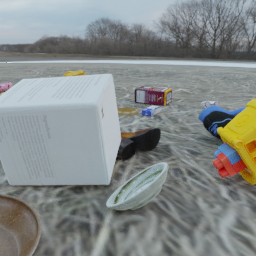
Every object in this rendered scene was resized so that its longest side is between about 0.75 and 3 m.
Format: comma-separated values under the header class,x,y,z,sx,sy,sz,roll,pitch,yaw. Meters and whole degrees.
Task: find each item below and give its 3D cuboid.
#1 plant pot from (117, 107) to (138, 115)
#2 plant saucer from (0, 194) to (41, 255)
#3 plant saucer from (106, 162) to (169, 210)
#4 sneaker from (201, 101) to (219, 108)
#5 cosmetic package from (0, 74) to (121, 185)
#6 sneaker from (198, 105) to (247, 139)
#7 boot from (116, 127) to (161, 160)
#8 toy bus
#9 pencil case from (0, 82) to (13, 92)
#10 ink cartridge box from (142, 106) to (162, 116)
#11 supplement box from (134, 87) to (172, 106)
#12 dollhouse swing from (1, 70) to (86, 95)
class,x,y,z,sx,sy,sz,roll,pitch,yaw
plant pot,-0.077,-0.797,13.088,1.124,0.154,1.124,0,17,0
plant saucer,-2.698,1.864,3.974,2.870,0.525,2.870,-1,17,0
plant saucer,0.258,1.238,5.577,1.459,0.366,1.459,-34,3,2
sneaker,4.023,-1.153,14.013,1.009,0.378,0.503,-2,5,-25
cosmetic package,-1.570,-0.009,6.725,2.427,2.018,2.031,-2,27,8
sneaker,3.705,-0.040,9.569,2.899,1.017,1.129,1,46,-32
boot,-0.240,0.253,8.956,1.963,0.714,2.086,-30,34,-36
toy bus,2.986,0.629,6.566,1.915,1.995,1.354,-37,18,4
pencil case,-8.254,-2.630,18.211,0.609,0.637,1.471,-32,-6,38
ink cartridge box,1.105,-0.797,12.940,0.501,0.236,1.065,9,20,31
supplement box,1.345,-1.728,15.007,1.790,0.767,0.988,8,19,24
dollhouse swing,-3.986,-2.041,13.150,2.557,2.643,2.908,33,23,4
